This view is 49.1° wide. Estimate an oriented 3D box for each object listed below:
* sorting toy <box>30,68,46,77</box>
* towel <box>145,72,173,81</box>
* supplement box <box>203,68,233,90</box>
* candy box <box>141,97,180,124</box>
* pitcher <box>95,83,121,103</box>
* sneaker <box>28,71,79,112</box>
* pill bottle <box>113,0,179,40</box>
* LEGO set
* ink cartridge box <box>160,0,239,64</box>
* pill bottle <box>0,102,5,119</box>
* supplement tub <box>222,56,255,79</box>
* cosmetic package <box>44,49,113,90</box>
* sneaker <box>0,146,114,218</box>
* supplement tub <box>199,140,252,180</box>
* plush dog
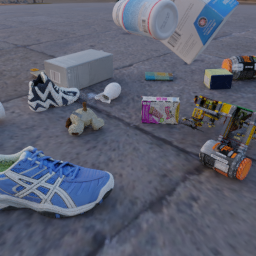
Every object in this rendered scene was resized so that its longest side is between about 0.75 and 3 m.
[{"bbox_3d":[-3.825,-2.407,12.642,0.907,0.220,1.612,-19,34,-38],"label":"sorting toy"},{"bbox_3d":[1.381,-2.307,12.548,1.250,0.136,0.916,4,30,4],"label":"towel"},{"bbox_3d":[3.697,-2.039,11.563,0.899,0.604,0.898,-3,29,-5],"label":"supplement box"},{"bbox_3d":[0.999,-0.545,8.700,1.162,0.792,0.354,1,31,4],"label":"candy box"},{"bbox_3d":[-0.739,-1.303,10.392,0.779,0.551,0.909,7,40,31],"label":"pitcher"},{"bbox_3d":[-2.594,-1.435,9.809,1.938,1.261,0.774,-19,35,-30],"label":"sneaker"},{"bbox_3d":[0.386,-2.865,7.231,0.929,0.929,1.708,-22,37,-34],"label":"pill bottle"},{"bbox_3d":[2.628,0.068,7.558,2.251,1.304,1.731,25,6,30],"label":"LEGO set"},{"bbox_3d":[1.564,-3.718,8.685,2.792,2.026,1.169,41,60,5],"label":"ink cartridge box"},{"bbox_3d":[-4.501,-0.375,8.408,1.383,0.776,0.776,-26,38,-37],"label":"pill bottle"},{"bbox_3d":[5.031,-2.646,12.255,1.616,0.990,0.990,-3,29,-6],"label":"supplement tub"},{"bbox_3d":[-1.984,-2.474,11.821,1.433,1.210,2.682,23,34,35],"label":"cosmetic package"},{"bbox_3d":[-1.711,1.020,5.585,2.862,1.102,1.083,0,27,-2],"label":"sneaker"},{"bbox_3d":[2.261,0.747,6.542,0.642,0.642,1.048,-26,39,-38],"label":"supplement tub"},{"bbox_3d":[-1.395,-0.312,8.404,1.120,0.899,0.962,-17,10,-28],"label":"plush dog"}]
